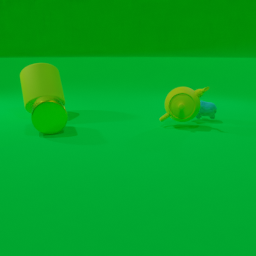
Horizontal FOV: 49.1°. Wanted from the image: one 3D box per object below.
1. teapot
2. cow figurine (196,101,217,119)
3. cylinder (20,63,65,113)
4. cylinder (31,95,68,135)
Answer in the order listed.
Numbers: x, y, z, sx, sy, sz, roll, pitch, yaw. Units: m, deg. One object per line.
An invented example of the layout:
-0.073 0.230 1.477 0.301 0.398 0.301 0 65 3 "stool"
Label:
1.558 -0.667 7.811 1.615 1.004 0.791 -36 1 17 "teapot"
2.219 -0.689 8.575 0.966 0.951 0.530 7 59 29 "cow figurine"
-2.813 -1.260 9.234 1.265 1.265 1.265 -14 -20 -5 "cylinder"
-2.126 -0.368 7.551 0.902 0.902 0.902 -5 16 -17 "cylinder"
